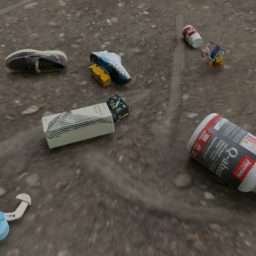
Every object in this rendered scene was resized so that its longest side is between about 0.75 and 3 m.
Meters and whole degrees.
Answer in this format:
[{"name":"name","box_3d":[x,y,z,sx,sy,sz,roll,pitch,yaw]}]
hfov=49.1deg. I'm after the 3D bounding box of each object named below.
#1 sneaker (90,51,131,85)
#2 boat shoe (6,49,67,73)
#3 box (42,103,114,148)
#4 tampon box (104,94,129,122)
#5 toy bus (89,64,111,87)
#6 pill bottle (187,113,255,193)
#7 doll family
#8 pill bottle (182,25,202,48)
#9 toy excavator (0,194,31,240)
[{"name":"sneaker","box_3d":[-0.546,-2.647,11.630,0.998,0.863,2.303,-30,57,-28]},{"name":"boat shoe","box_3d":[-3.788,-2.693,11.621,2.481,0.892,0.804,-5,46,-12]},{"name":"box","box_3d":[-1.673,-0.105,9.457,2.249,0.769,0.924,-16,40,-12]},{"name":"tampon box","box_3d":[-0.417,-0.728,10.273,0.587,0.495,0.784,-29,57,-21]},{"name":"toy bus","box_3d":[-1.153,-2.172,11.479,0.347,0.418,1.067,-33,58,-22]},{"name":"pill bottle","box_3d":[3.269,0.873,8.295,2.726,1.579,1.579,36,59,26]},{"name":"doll family","box_3d":[3.613,-2.967,11.655,1.344,0.834,0.605,16,20,-37]},{"name":"pill bottle","box_3d":[2.982,-4.247,13.027,0.600,0.600,1.051,-15,53,-12]},{"name":"toy excavator","box_3d":[-3.408,2.533,7.639,1.417,0.708,1.377,-1,52,-17]}]
